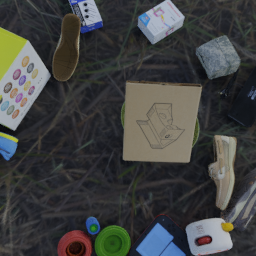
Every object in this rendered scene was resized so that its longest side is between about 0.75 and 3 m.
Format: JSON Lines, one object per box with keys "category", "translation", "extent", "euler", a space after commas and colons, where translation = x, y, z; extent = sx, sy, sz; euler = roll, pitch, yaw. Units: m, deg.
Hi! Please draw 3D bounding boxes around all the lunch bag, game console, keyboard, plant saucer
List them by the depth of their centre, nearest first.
{"category": "game console", "translation": [1.250, 4.478, 10.271], "extent": [1.864, 0.327, 2.108], "euler": [41, 80, 10]}
{"category": "plant saucer", "translation": [1.187, -0.238, 10.448], "extent": [2.994, 2.994, 0.465], "euler": [28, 41, 7]}
{"category": "lunch bag", "translation": [3.718, -2.924, 11.770], "extent": [1.312, 1.090, 1.564], "euler": [-20, 74, -1]}
{"category": "keyboard", "translation": [4.994, -1.599, 11.857], "extent": [1.885, 0.306, 2.967], "euler": [34, 77, 3]}

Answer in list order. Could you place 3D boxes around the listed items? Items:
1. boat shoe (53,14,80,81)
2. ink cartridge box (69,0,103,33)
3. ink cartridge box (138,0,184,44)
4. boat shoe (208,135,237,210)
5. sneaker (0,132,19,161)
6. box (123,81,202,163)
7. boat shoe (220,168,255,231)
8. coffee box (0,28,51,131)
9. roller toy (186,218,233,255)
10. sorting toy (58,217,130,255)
{"category": "boat shoe", "translation": [-2.584, -3.377, 12.010], "extent": [1.008, 0.907, 2.793], "euler": [9, 94, -11]}
{"category": "ink cartridge box", "translation": [-2.021, -5.500, 12.743], "extent": [1.047, 0.493, 2.228], "euler": [-21, 76, -6]}
{"category": "ink cartridge box", "translation": [1.459, -4.729, 12.431], "extent": [1.679, 0.711, 1.213], "euler": [-34, 78, -9]}
{"category": "boat shoe", "translation": [3.517, 1.654, 10.715], "extent": [0.916, 1.012, 2.839], "euler": [10, 67, 9]}
{"category": "sneaker", "translation": [-5.745, 0.513, 10.979], "extent": [2.741, 0.903, 1.075], "euler": [17, 75, 4]}
{"category": "box", "translation": [1.070, -0.124, 9.407], "extent": [2.389, 0.311, 2.923], "euler": [3, 119, 0]}
{"category": "boat shoe", "translation": [4.639, 2.606, 10.499], "extent": [1.021, 1.038, 2.786], "euler": [40, 87, 0]}
{"category": "coffee box", "translation": [-5.245, -2.032, 10.624], "extent": [2.880, 2.848, 2.876], "euler": [27, 77, 7]}
{"category": "roller toy", "translation": [2.808, 3.762, 9.807], "extent": [1.418, 1.555, 1.086], "euler": [-1, 59, -14]}
{"category": "sorting toy", "translation": [-1.257, 4.009, 10.168], "extent": [2.536, 1.041, 1.524], "euler": [-3, 91, -13]}
